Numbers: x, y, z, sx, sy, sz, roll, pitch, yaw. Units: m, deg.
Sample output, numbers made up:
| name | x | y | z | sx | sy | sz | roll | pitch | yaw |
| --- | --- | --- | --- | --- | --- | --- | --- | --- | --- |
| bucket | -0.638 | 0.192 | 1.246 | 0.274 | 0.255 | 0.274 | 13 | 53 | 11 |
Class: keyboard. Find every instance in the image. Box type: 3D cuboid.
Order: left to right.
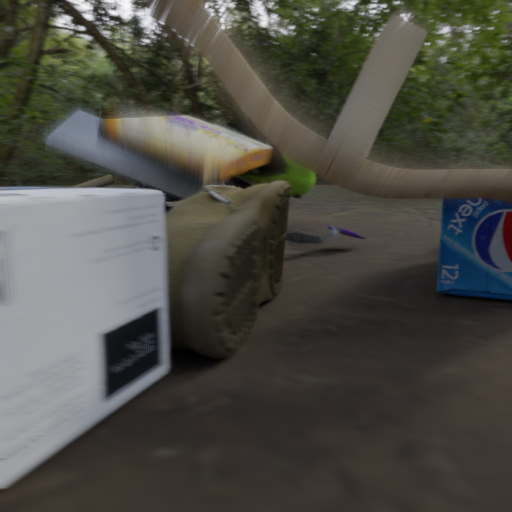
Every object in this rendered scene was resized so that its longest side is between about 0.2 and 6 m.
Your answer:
| name | x | y | z | sx | sy | sz | roll | pitch | yaw |
| --- | --- | --- | --- | --- | --- | --- | --- | --- | --- |
| keyboard | -1.860 | -1.576 | 8.660 | 3.091 | 0.165 | 0.870 | 23 | 51 | 19 |

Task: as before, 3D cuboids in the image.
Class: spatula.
| name | x | y | z | sx | sy | sz | roll | pitch | yaw |
| --- | --- | --- | --- | --- | --- | --- | --- | --- | --- |
| spatula | 1.054 | -0.311 | 8.679 | 0.533 | 0.194 | 1.886 | 17 | 17 | 40 |

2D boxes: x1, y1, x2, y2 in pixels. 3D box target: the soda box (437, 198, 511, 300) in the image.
| name | x | y | z | sx | sy | sz | roll | pitch | yaw |
| --- | --- | --- | --- | --- | --- | --- | --- | --- | --- |
| soda box | 3.145 | -0.386 | 6.942 | 1.158 | 1.224 | 3.609 | 4 | 9 | 26 |

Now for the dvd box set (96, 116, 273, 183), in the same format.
| name | x | y | z | sx | sy | sz | roll | pitch | yaw |
| --- | --- | --- | --- | --- | --- | --- | --- | --- | --- |
| dvd box set | -0.928 | -1.623 | 8.166 | 1.680 | 0.338 | 2.297 | 23 | 22 | 16 |

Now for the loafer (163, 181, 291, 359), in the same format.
| name | x | y | z | sx | sy | sz | roll | pitch | yaw |
| --- | --- | --- | --- | --- | --- | --- | --- | --- | --- |
| loafer | -0.368 | -0.090 | 5.068 | 1.102 | 1.242 | 3.267 | 7 | 10 | 10 |

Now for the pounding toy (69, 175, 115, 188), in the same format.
| name | x | y | z | sx | sy | sz | roll | pitch | yaw |
| --- | --- | --- | --- | --- | --- | --- | --- | --- | --- |
| pounding toy | -3.020 | -0.471 | 7.545 | 1.720 | 1.223 | 1.583 | 7 | 12 | 40 |

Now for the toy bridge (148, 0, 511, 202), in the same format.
| name | x | y | z | sx | sy | sz | roll | pitch | yaw |
| --- | --- | --- | --- | --- | --- | --- | --- | --- | --- |
| toy bridge | 0.938 | -1.266 | 4.671 | 4.137 | 1.391 | 0.563 | 27 | -14 | 0 |

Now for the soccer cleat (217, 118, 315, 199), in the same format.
| name | x | y | z | sx | sy | sz | roll | pitch | yaw |
| --- | --- | --- | --- | --- | --- | --- | --- | --- | --- |
| soccer cleat | -0.299 | -1.956 | 9.796 | 3.071 | 1.245 | 1.037 | 23 | 29 | 22 |

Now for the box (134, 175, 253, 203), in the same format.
| name | x | y | z | sx | sy | sz | roll | pitch | yaw |
| --- | --- | --- | --- | --- | --- | --- | --- | --- | --- |
| box | -1.084 | -0.957 | 9.641 | 1.163 | 1.010 | 1.761 | 0 | -14 | 43 |

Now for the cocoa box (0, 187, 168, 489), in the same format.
| name | x | y | z | sx | sy | sz | roll | pitch | yaw |
| --- | --- | --- | --- | --- | --- | --- | --- | --- | --- |
| cocoa box | -1.382 | 0.270 | 2.785 | 1.180 | 1.199 | 1.798 | 3 | 9 | 19 |
